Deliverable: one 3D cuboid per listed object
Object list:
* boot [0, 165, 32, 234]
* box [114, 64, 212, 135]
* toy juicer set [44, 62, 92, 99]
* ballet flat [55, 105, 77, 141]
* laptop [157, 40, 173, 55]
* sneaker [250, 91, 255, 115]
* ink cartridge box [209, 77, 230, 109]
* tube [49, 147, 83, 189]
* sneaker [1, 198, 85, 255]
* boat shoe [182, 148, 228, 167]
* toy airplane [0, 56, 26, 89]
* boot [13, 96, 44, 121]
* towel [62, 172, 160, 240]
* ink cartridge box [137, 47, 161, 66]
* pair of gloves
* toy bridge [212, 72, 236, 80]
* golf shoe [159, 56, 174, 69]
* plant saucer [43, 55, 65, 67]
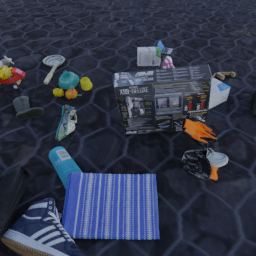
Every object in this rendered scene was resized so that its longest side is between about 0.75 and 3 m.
[{"bbox_3d":[-3.880,2.271,7.121,2.272,0.905,2.757,-15,34,9],"label":"boot"},{"bbox_3d":[1.163,-0.846,9.390,2.987,2.355,0.743,-5,48,7],"label":"box"},{"bbox_3d":[-2.854,-1.963,12.542,2.352,0.640,1.496,30,67,26],"label":"toy juicer set"},{"bbox_3d":[-2.229,-0.216,10.390,0.696,0.696,1.876,-1,43,-1],"label":"ballet flat"},{"bbox_3d":[2.060,-4.489,15.550,0.803,0.466,0.752,12,42,14],"label":"laptop"},{"bbox_3d":[5.456,-1.015,11.409,0.789,0.660,1.738,20,50,8],"label":"sneaker"},{"bbox_3d":[3.111,-1.764,12.103,1.234,0.727,2.144,-24,46,-25],"label":"ink cartridge box"},{"bbox_3d":[-1.701,1.468,8.488,0.857,0.558,2.214,-30,53,-18],"label":"tube"},{"bbox_3d":[-1.689,2.598,6.827,2.501,0.877,1.357,13,44,19],"label":"sneaker"},{"bbox_3d":[2.521,0.937,9.028,1.542,0.549,0.538,-2,39,-6],"label":"boat shoe"},{"bbox_3d":[-5.754,-2.443,12.469,1.828,1.295,1.836,-32,52,-28],"label":"toy airplane"},{"bbox_3d":[-4.032,-0.857,11.328,1.162,0.464,1.278,-10,34,-15],"label":"boot"},{"bbox_3d":[-0.456,2.048,7.621,2.563,0.306,1.856,1,54,0],"label":"towel"},{"bbox_3d":[1.054,-3.634,14.224,1.178,0.853,0.495,-2,39,-1],"label":"ink cartridge box"},{"bbox_3d":[2.170,0.651,8.422,1.589,0.220,1.783,19,67,-32],"label":"pair of gloves"},{"bbox_3d":[4.401,-2.477,13.369,1.457,0.198,0.490,-16,40,-18],"label":"toy bridge"},{"bbox_3d":[1.879,-2.476,12.957,1.082,0.853,2.351,14,49,0],"label":"golf shoe"},{"bbox_3d":[-3.787,-3.392,14.392,1.098,0.276,1.098,0,40,0],"label":"plant saucer"}]
